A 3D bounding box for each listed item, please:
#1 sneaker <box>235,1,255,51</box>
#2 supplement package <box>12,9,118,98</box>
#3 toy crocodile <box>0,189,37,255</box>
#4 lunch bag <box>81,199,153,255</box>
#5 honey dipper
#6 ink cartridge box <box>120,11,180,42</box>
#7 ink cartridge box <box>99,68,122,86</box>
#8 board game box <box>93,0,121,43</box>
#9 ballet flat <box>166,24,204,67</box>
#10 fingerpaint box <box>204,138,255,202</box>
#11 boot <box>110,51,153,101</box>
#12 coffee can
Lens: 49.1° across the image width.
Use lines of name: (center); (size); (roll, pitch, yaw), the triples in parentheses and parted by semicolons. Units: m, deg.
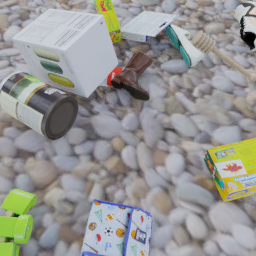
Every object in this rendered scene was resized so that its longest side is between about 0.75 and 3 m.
sneaker: (4.053, -3.391, 9.248); (0.910, 0.839, 2.275); (-12, 55, -6)
supplement package: (-1.624, -2.051, 7.529); (2.005, 1.522, 1.511); (20, 59, 31)
toy crocodile: (-2.317, 2.417, 5.108); (0.917, 0.839, 2.716); (5, 59, -2)
lunch bag: (-0.174, 2.045, 5.355); (1.264, 0.783, 1.075); (15, 54, -5)
honey dipper: (2.789, -1.924, 7.854); (2.272, 0.431, 0.431); (29, 54, -16)
ink cartridge box: (0.712, -3.371, 9.329); (1.537, 0.333, 1.509); (24, 56, 34)
ink cartridge box: (-0.705, -1.613, 8.280); (1.052, 0.249, 0.842); (3, 53, 0)
board game box: (-0.735, -3.772, 8.865); (0.457, 0.974, 1.918); (-18, 88, -4)
ballet flat: (1.807, -2.687, 8.850); (0.635, 0.635, 1.828); (-17, 61, -12)
fingerpaint box: (2.593, 0.912, 6.314); (1.370, 0.503, 1.143); (-12, 54, -8)
boot: (0.400, -1.551, 8.023); (1.339, 0.461, 1.436); (30, 63, 21)
coffee can: (-2.235, -0.572, 6.965); (1.611, 1.179, 1.179); (28, 59, 19)
